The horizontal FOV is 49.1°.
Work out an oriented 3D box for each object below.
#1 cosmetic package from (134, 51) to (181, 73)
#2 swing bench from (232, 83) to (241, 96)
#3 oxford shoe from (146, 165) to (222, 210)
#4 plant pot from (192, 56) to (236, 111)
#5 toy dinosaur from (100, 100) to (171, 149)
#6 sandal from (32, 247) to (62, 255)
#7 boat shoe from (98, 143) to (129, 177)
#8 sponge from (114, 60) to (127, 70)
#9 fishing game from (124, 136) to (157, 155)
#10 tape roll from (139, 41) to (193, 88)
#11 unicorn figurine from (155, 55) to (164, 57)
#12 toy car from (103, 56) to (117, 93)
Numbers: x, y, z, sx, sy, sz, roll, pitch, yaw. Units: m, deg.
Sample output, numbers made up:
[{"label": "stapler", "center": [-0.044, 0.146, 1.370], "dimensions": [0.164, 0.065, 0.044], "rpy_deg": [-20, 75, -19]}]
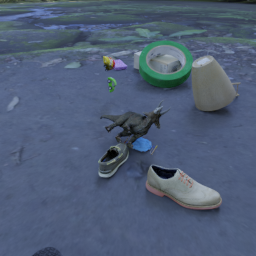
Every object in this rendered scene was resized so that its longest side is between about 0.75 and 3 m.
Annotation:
[{"label": "cosmetic package", "center": [1.759, -3.912, 16.984], "dimensions": [1.386, 0.978, 2.677], "rpy_deg": [-27, 42, -37]}, {"label": "swing bench", "center": [4.768, -1.926, 13.990], "dimensions": [1.161, 0.757, 1.167], "rpy_deg": [-22, 33, -31]}, {"label": "oxford shoe", "center": [1.560, 1.667, 8.007], "dimensions": [2.232, 0.824, 0.790], "rpy_deg": [12, 33, 19]}, {"label": "plant pot", "center": [3.610, -2.112, 12.490], "dimensions": [1.871, 1.998, 1.871], "rpy_deg": [-22, 30, 13]}, {"label": "toy dinosaur", "center": [0.142, -0.126, 10.301], "dimensions": [1.502, 1.130, 2.936], "rpy_deg": [-36, 22, -34]}, {"label": "sandal", "center": [-1.497, 3.649, 5.140], "dimensions": [1.051, 0.631, 2.799], "rpy_deg": [-13, 48, -10]}, {"label": "boat shoe", "center": [-0.454, 0.942, 9.423], "dimensions": [0.640, 0.535, 1.790], "rpy_deg": [7, 29, 21]}, {"label": "sponge", "center": [-0.645, -4.054, 17.935], "dimensions": [0.778, 0.208, 1.394], "rpy_deg": [-11, 34, -18]}, {"label": "fishing game", "center": [0.468, 0.622, 10.357], "dimensions": [1.178, 0.183, 0.843], "rpy_deg": [18, 35, 13]}, {"label": "tape roll", "center": [2.069, -3.559, 15.467], "dimensions": [2.925, 0.703, 2.925], "rpy_deg": [0, 59, 1]}, {"label": "unicorn figurine", "center": [1.873, -4.431, 16.615], "dimensions": [1.033, 0.381, 0.710], "rpy_deg": [-36, 48, -22]}, {"label": "toy car", "center": [-0.761, -2.445, 12.791], "dimensions": [0.385, 1.626, 1.728], "rpy_deg": [-6, 11, 5]}]
